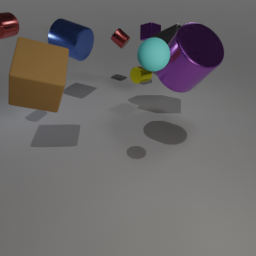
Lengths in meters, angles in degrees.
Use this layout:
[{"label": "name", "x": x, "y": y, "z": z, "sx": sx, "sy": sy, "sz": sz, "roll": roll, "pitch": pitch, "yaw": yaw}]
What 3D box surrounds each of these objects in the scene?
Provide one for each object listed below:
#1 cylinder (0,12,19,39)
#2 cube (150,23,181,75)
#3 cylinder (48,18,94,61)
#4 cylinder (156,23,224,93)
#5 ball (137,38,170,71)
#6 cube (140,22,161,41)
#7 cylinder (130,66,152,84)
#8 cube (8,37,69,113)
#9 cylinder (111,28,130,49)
[{"label": "cylinder", "x": -3.712, "y": -3.011, "z": 8.253, "sx": 0.700, "sy": 0.700, "sz": 0.700, "roll": 11, "pitch": 29, "yaw": 18}, {"label": "cube", "x": 1.671, "y": -2.765, "z": 10.594, "sx": 1.400, "sy": 1.400, "sz": 1.400, "roll": 27, "pitch": -24, "yaw": -35}, {"label": "cylinder", "x": -2.374, "y": -3.704, "z": 11.773, "sx": 1.400, "sy": 1.400, "sz": 1.400, "roll": 24, "pitch": 37, "yaw": 16}, {"label": "cylinder", "x": 1.662, "y": -1.902, "z": 7.761, "sx": 1.400, "sy": 1.400, "sz": 1.400, "roll": 7, "pitch": 67, "yaw": -17}, {"label": "ball", "x": 0.547, "y": -1.572, "z": 6.005, "sx": 0.700, "sy": 0.700, "sz": 0.700, "roll": 0, "pitch": 31, "yaw": 0}, {"label": "cube", "x": 1.043, "y": -4.397, "z": 12.912, "sx": 0.700, "sy": 0.700, "sz": 0.700, "roll": -5, "pitch": 8, "yaw": -44}, {"label": "cylinder", "x": 0.565, "y": -2.296, "z": 12.036, "sx": 0.700, "sy": 0.700, "sz": 0.700, "roll": 27, "pitch": 32, "yaw": 37}, {"label": "cube", "x": -2.562, "y": -1.476, "z": 8.039, "sx": 1.400, "sy": 1.400, "sz": 1.400, "roll": 9, "pitch": 58, "yaw": -18}, {"label": "cylinder", "x": -0.368, "y": -4.394, "z": 13.752, "sx": 0.700, "sy": 0.700, "sz": 0.700, "roll": 42, "pitch": 38, "yaw": -2}]
